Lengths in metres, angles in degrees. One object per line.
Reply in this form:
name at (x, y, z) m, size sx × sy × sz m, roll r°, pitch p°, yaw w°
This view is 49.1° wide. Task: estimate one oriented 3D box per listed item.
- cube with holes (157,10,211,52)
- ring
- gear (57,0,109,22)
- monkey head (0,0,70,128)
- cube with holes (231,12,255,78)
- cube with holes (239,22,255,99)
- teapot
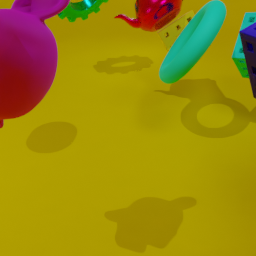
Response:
cube with holes at (1.520, -2.507, 7.854) m, size 1.021 × 1.021 × 1.021 m, roll -31°, pitch 14°, yaw 13°
ring at (1.413, -1.921, 6.379) m, size 0.419 × 2.096 × 2.096 m, roll 33°, pitch 40°, yaw -9°
gear at (-1.425, -4.214, 8.749) m, size 2.033 × 2.033 × 0.376 m, roll -25°, pitch 76°, yaw -28°
monkey head at (-1.428, -0.755, 2.816) m, size 1.360 × 1.891 × 1.139 m, roll 43°, pitch 26°, yaw 8°
cube with holes at (3.275, -1.870, 6.523) m, size 1.138 × 1.138 × 1.138 m, roll 15°, pitch 83°, yaw 37°
cube with holes at (1.938, -0.724, 2.936) m, size 0.938 × 0.938 × 0.938 m, roll -29°, pitch 34°, yaw 1°
teapot at (0.659, -3.170, 7.307) m, size 2.072 × 1.015 × 1.288 m, roll -32°, pitch -1°, yaw -1°
